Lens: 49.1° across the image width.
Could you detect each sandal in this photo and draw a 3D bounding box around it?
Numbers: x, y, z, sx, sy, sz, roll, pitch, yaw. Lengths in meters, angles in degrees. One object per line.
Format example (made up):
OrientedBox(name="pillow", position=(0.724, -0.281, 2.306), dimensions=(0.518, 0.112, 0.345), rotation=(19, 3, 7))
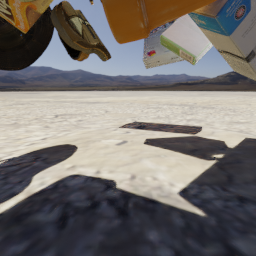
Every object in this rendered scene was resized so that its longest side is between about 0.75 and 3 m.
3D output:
OrientedBox(name="sandal", position=(-1.051, -1.818, 5.810), dimensions=(0.779, 1.159, 2.884), rotation=(-33, 6, 11))

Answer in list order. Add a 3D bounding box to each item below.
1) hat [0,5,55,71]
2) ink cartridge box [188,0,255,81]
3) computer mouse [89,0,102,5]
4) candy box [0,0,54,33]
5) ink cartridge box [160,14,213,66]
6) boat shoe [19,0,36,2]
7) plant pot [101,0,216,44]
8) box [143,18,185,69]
OrientedBox(name="hat", position=(-3.652, -3.215, 8.439), dimensions=(2.889, 2.889, 1.165), rotation=(-2, 1, -12))
OrientedBox(name="ink cartridge box", position=(2.752, -2.480, 6.193), dimensions=(2.542, 1.845, 1.064), rotation=(30, 9, -40))
OrientedBox(name="computer mouse", position=(-0.747, -3.580, 7.709), dimensions=(0.874, 1.245, 0.287), rotation=(-24, 1, 38))
OrientedBox(name="candy box", position=(-2.279, -2.972, 5.543), dimensions=(1.586, 0.760, 2.748), rotation=(34, -14, -28))
OrientedBox(name="ink cartridge box", position=(1.965, -2.802, 8.021), dimensions=(1.287, 1.768, 0.424), rotation=(40, -10, 22))
OrientedBox(name="boat shoe", position=(-0.844, -2.469, 3.552), dimensions=(2.408, 0.878, 0.758), rotation=(-11, -32, 36))
OrientedBox(name="plant pot", position=(0.573, -2.737, 4.897), dimensions=(1.952, 2.132, 2.132), rotation=(-9, 7, 10))
OrientedBox(name="box", position=(1.588, -3.421, 10.482), dimensions=(1.980, 0.523, 2.539), rotation=(-10, 50, 18))
